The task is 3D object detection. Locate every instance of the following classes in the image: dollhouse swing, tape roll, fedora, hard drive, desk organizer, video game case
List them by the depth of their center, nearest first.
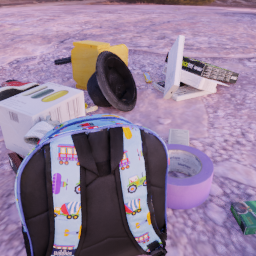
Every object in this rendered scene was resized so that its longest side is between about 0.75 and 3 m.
[{"bbox_3d":[1.212,1.148,6.973,1.713,0.728,1.713,0,30,0],"label":"tape roll"},{"bbox_3d":[-2.801,1.039,7.494,0.445,0.415,1.156,-18,34,-32],"label":"desk organizer"},{"bbox_3d":[-0.764,-1.664,10.997,1.258,2.754,2.754,-22,20,27],"label":"fedora"},{"bbox_3d":[1.873,-2.448,11.487,0.288,1.445,2.192,11,73,-6],"label":"hard drive"},{"bbox_3d":[2.537,-1.845,12.777,2.154,0.252,1.959,-15,33,-23],"label":"video game case"},{"bbox_3d":[-1.252,-2.940,12.829,1.897,2.087,1.835,16,32,26],"label":"dollhouse swing"}]

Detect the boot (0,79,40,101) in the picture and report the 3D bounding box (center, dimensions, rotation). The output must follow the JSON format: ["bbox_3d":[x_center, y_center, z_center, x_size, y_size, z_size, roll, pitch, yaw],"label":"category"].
[{"bbox_3d":[-5.040,-1.479,11.570,1.705,0.856,2.363,14,24,24],"label":"boot"}]

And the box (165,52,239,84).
[{"bbox_3d":[3.544,-2.909,13.529,2.651,0.630,2.560,2,25,-38],"label":"box"}]

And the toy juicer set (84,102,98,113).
[{"bbox_3d":[-1.859,-0.681,10.573,1.841,0.501,1.171,16,15,31],"label":"toy juicer set"}]

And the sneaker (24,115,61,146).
[{"bbox_3d":[-1.587,0.768,6.961,2.379,0.881,1.053,37,51,14],"label":"sneaker"}]

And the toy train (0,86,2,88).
[{"bbox_3d":[-6.068,-1.882,12.935,0.851,0.145,0.195,9,34,16],"label":"toy train"}]

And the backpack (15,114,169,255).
[{"bbox_3d":[-0.631,1.005,4.989,2.654,2.907,1.956,-9,31,-14],"label":"backpack"}]

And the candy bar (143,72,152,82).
[{"bbox_3d":[0.986,-2.534,14.088,0.347,0.154,1.390,-1,30,-3],"label":"candy bar"}]

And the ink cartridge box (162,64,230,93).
[{"bbox_3d":[3.015,-2.167,12.563,2.042,0.518,2.318,6,21,-39],"label":"ink cartridge box"}]

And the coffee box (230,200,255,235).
[{"bbox_3d":[2.959,1.903,6.090,1.225,0.269,0.753,-2,30,-4],"label":"coffee box"}]

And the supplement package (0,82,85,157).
[{"bbox_3d":[-2.557,-0.265,8.621,1.565,1.554,2.063,17,34,28],"label":"supplement package"}]

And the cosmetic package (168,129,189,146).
[{"bbox_3d":[1.501,0.513,8.385,0.631,0.446,1.219,6,29,10],"label":"cosmetic package"}]

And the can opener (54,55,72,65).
[{"bbox_3d":[-3.492,-3.976,16.309,1.642,0.646,0.520,-11,38,-1],"label":"can opener"}]
